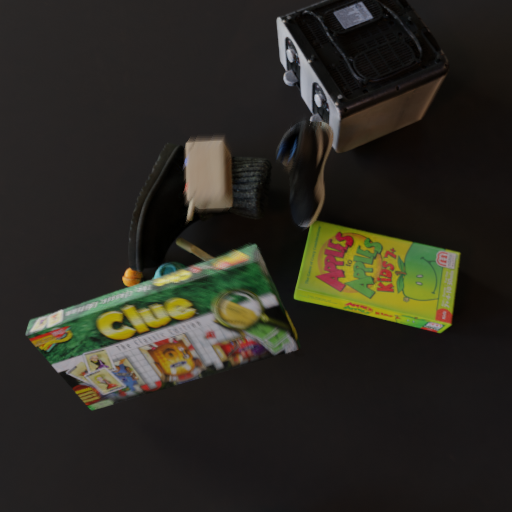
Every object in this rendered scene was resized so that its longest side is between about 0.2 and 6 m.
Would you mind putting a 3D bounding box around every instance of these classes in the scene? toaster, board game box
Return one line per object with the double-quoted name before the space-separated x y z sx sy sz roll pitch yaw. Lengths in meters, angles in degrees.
"toaster" 2.303 -4.187 12.139 3.148 1.868 2.847 -25 71 -9
"board game box" -1.495 1.313 9.352 4.027 2.110 0.472 -19 32 11
"board game box" 2.361 0.397 11.040 2.955 0.704 1.501 13 70 5

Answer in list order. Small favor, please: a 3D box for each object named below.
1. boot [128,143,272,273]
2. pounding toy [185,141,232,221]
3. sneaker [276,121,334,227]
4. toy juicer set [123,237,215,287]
"boot" -1.042 -0.900 11.120 2.365 1.190 3.163 14 62 5
"pounding toy" -0.923 -1.298 9.999 0.897 1.262 1.162 -2 86 5
"sneaker" 0.745 -1.521 10.447 0.738 1.129 2.019 20 108 38
"toy juicer set" -1.775 0.301 11.254 1.896 0.516 1.206 -31 54 -8
